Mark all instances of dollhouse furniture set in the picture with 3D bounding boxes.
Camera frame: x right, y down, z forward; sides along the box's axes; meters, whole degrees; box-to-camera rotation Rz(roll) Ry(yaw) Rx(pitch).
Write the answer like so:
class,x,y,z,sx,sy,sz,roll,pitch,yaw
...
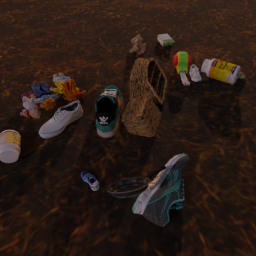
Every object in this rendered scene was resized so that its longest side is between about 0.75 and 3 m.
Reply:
class,x,y,z,sx,sy,sz,roll,pitch,yaw
dollhouse furniture set,0.520,-4.557,15.770,0.615,0.721,1.390,-27,32,32

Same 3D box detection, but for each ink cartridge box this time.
class,x,y,z,sx,sy,sz,roll,pitch,yaw
ink cartridge box,2.236,-5.100,16.436,0.620,0.354,1.195,-12,44,-13

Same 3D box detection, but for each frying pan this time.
class,x,y,z,sx,sy,sz,roll,pitch,yaw
frying pan,0.200,1.438,7.468,1.134,0.305,1.875,-8,6,31

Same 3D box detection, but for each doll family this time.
class,x,y,z,sx,sy,sz,roll,pitch,yaw
doll family,-3.168,-1.450,11.761,2.956,1.332,1.835,-20,46,-20

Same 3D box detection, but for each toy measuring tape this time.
class,x,y,z,sx,sy,sz,roll,pitch,yaw
toy measuring tape,2.752,-3.124,13.926,0.932,0.932,2.533,-1,43,-1

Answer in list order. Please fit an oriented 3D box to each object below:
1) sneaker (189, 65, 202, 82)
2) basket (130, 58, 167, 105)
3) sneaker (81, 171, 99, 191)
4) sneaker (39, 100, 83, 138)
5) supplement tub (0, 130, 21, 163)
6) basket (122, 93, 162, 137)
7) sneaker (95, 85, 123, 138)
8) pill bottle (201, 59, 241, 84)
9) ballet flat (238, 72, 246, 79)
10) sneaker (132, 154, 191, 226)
class,x,y,z,sx,sy,sz,roll,pitch,yaw
sneaker,3.299,-2.671,13.735,0.436,0.460,1.139,-6,44,-9
basket,0.993,-2.233,12.528,1.513,1.450,2.031,8,44,10
sneaker,-1.239,1.652,9.135,0.318,0.353,0.859,-33,51,-28
sneaker,-2.677,-0.425,11.082,0.774,0.751,2.120,26,49,25
supplement tub,-4.204,0.650,9.921,0.749,0.749,1.030,-10,44,-11
basket,0.513,-0.402,11.253,1.127,1.176,1.579,-18,34,31
sneaker,-0.733,-1.016,11.405,1.051,1.176,2.944,1,43,1
pill bottle,4.448,-2.772,13.500,1.677,0.916,0.916,24,48,24
ballet flat,5.216,-2.756,13.866,1.243,0.439,0.439,18,46,18
sneaker,1.313,1.903,8.591,1.207,1.027,2.646,37,58,16
